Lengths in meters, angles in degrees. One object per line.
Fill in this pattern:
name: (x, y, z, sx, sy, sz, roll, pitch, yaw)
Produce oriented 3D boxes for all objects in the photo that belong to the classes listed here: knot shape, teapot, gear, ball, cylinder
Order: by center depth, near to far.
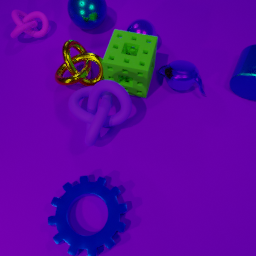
gear: (-1.024, 2.257, 7.273, 1.989, 0.368, 1.989, 0, 66, 0)
knot shape: (-0.875, -0.376, 7.850, 1.948, 0.900, 1.823, 9, 83, 39)
cylinder: (3.898, -1.692, 8.573, 1.230, 1.230, 1.230, 23, 69, 10)
teapot: (1.699, -1.565, 8.744, 1.718, 0.841, 1.068, 27, 45, 26)
knot shape: (-1.561, -2.053, 8.801, 1.630, 0.753, 1.526, -12, 81, -15)
ball: (0.435, -3.085, 9.287, 1.010, 1.010, 1.010, 0, 66, 0)
ball: (-1.388, -4.078, 9.594, 1.355, 1.355, 1.355, 0, 66, 0)
knot shape: (-3.382, -3.592, 9.705, 1.273, 0.629, 1.361, 1, 56, -1)

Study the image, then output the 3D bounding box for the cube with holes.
cube with holes: (0.083, -1.952, 8.597, 1.320, 1.320, 1.320, 12, 63, 7)
